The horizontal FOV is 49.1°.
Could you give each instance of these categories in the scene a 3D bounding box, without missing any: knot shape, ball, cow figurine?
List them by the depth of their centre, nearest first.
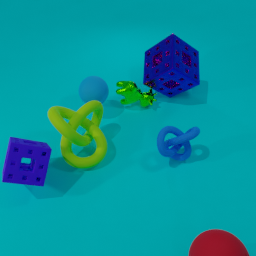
[{"bbox_3d":[1.721,2.517,5.311,1.127,1.127,1.127,0,46,0],"label":"ball"},{"bbox_3d":[1.340,0.329,7.168,1.138,1.216,0.562,-34,49,11],"label":"knot shape"},{"bbox_3d":[-1.208,0.196,7.366,0.857,1.735,1.855,-14,-3,40],"label":"knot shape"},{"bbox_3d":[-1.025,-1.105,8.375,0.899,0.899,0.899,0,46,0],"label":"ball"},{"bbox_3d":[0.284,-1.073,8.749,1.150,1.168,0.641,-5,62,13],"label":"cow figurine"}]

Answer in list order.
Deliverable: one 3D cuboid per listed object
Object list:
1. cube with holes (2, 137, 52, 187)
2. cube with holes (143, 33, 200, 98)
[{"bbox_3d":[-2.382,0.768,6.558,0.883,0.883,0.883,12,2,-25],"label":"cube with holes"},{"bbox_3d":[1.371,-1.913,8.866,1.242,1.242,1.242,20,63,-35],"label":"cube with holes"}]
